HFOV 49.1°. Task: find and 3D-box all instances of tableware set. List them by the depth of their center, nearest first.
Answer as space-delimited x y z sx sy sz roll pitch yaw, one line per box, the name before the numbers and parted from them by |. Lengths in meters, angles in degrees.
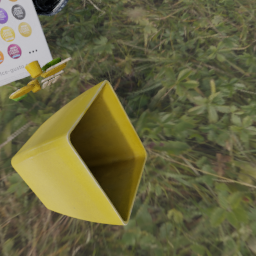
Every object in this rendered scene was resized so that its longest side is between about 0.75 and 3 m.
tableware set | -1.662 -0.888 5.010 1.078 1.600 0.246 -34 98 -23

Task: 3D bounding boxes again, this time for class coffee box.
coffee box | -3.397 -2.048 6.318 2.113 2.090 2.110 9 32 43

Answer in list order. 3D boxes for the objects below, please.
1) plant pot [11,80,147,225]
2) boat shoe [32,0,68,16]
plant pot | -0.925 0.536 5.240 1.676 1.901 1.900 -15 29 25
boat shoe | -2.550 -3.351 7.348 2.676 0.947 1.215 -18 52 30
